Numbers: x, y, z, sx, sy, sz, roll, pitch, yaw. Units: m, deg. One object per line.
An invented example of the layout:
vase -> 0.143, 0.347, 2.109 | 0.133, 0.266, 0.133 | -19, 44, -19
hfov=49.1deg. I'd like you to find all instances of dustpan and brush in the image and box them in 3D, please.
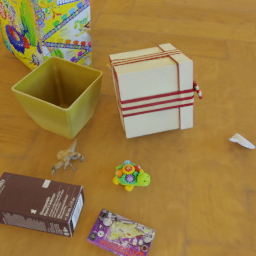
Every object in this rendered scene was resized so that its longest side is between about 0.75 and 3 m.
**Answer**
dustpan and brush -> 2.714, 0.302, 6.867 | 0.228, 0.797, 0.556 | -54, 45, 13

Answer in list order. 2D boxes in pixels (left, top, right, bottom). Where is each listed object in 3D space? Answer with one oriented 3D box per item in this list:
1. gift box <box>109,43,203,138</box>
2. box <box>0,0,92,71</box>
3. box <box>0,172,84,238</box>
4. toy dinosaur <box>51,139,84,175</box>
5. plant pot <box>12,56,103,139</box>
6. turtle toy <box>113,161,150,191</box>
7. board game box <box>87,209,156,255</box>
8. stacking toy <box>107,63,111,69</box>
gift box -> 0.663, -0.899, 7.064 | 1.924, 2.061, 1.901 | -12, 35, -4
box -> -2.645, -3.364, 8.598 | 1.718, 2.713, 2.817 | -31, 54, -31
box -> -1.827, 1.510, 5.615 | 1.724, 0.646, 0.863 | 7, 43, 6
toy dinosaur -> -1.379, 0.635, 6.667 | 0.593, 0.341, 1.172 | 17, 50, 18
plant pot -> -1.652, -0.657, 7.109 | 1.575, 1.389, 1.575 | 21, 49, 17
turtle toy -> 0.095, 1.045, 6.221 | 0.862, 0.436, 0.628 | 25, 52, 20
board game box -> -0.126, 2.102, 5.457 | 1.169, 0.189, 0.702 | 17, 54, 15
stacking toy -> -0.217, -2.164, 9.065 | 0.819, 0.192, 0.618 | -42, 33, -27
